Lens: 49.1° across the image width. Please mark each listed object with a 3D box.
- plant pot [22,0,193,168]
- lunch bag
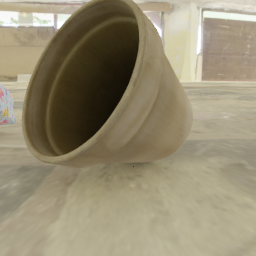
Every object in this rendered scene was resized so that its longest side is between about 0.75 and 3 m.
[{"bbox_3d":[-0.089,-0.357,4.188,2.279,2.279,1.977,12,-11,45],"label":"plant pot"},{"bbox_3d":[-3.539,-0.467,6.406,1.538,0.978,1.304,-8,-13,-7],"label":"lunch bag"}]
